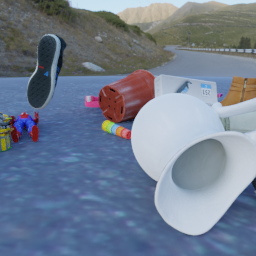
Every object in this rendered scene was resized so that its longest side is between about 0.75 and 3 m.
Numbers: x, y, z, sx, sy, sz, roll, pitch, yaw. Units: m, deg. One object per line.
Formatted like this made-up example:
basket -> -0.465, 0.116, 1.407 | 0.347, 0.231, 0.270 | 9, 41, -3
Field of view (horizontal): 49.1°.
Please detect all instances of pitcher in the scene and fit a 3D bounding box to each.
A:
pitcher -> 1.176, 0.114, 4.573 | 2.263, 1.599, 2.637 | -36, 16, 4

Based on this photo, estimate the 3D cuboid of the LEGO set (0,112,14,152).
LEGO set -> -4.229, -0.300, 7.132 | 2.108, 1.588, 2.741 | -9, 16, -33

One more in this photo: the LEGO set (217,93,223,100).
LEGO set -> 3.871, -1.177, 13.235 | 0.674, 0.626, 1.642 | 6, 20, 36

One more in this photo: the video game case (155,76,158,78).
video game case -> 1.172, -1.389, 11.584 | 1.632, 1.487, 0.188 | 3, 9, -28

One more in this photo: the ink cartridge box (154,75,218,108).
ink cartridge box -> 1.614, -0.532, 7.607 | 1.816, 1.600, 0.406 | 3, -10, -22

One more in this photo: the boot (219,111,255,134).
boot -> 3.433, -0.203, 8.416 | 1.849, 0.862, 2.391 | 3, 15, 15

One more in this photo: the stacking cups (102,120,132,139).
stacking cups -> -0.297, 0.078, 8.391 | 0.370, 0.370, 1.224 | -10, 21, -37

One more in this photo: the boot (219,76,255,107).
boot -> 4.373, -1.377, 11.775 | 2.063, 1.602, 0.791 | 4, 14, 16

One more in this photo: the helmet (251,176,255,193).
helmet -> 2.685, 0.473, 4.167 | 1.596, 1.674, 1.674 | 18, 14, 1

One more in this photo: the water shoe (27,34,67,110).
water shoe -> -2.594, -1.802, 9.372 | 0.906, 2.534, 1.000 | 24, 18, 10

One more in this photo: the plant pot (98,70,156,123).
plant pot -> -0.004, -1.108, 10.574 | 1.886, 1.886, 1.834 | 12, 26, 43

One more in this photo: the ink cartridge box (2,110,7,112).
ink cartridge box -> -5.016, -0.465, 9.558 | 1.464, 0.344, 1.447 | -27, 14, -31

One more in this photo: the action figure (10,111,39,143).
action figure -> -3.216, -0.152, 8.749 | 0.877, 0.693, 2.680 | -7, 12, -20

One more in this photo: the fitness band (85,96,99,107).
fitness band -> -0.919, -1.195, 12.863 | 1.977, 0.515, 2.752 | 0, 7, -17

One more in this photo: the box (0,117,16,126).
box -> -4.565, -0.197, 9.689 | 1.047, 0.258, 0.836 | 0, 11, 1
